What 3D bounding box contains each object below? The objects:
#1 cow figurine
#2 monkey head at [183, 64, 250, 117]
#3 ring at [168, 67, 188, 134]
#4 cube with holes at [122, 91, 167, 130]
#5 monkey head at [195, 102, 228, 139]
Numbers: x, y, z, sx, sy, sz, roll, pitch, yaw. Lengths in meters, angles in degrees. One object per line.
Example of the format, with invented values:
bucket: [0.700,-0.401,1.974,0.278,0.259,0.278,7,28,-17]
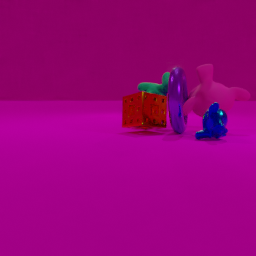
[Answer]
cow figurine: [1.062,-1.098,9.126,1.485,0.828,1.509,-2,-39,-4]
monkey head: [2.286,-0.988,7.768,1.897,1.365,1.143,-14,30,3]
ring: [1.355,-0.732,7.467,0.353,1.766,1.766,-1,6,18]
cube with holes: [0.448,-0.440,7.732,0.881,0.881,0.881,6,-7,-36]
monkey head: [1.881,-0.097,6.438,0.815,0.683,1.133,-12,-25,4]
